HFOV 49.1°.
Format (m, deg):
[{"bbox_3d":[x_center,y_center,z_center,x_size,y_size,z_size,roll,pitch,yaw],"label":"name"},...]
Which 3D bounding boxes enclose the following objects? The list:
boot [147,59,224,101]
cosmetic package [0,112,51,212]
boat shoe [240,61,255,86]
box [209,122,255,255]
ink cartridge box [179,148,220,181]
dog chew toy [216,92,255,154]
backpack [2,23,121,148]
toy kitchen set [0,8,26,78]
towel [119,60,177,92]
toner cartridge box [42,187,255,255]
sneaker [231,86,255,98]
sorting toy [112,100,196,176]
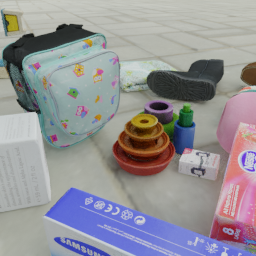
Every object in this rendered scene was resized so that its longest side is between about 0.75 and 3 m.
[{"bbox_3d":[2.144,-1.908,9.904,2.281,0.908,2.768,16,36,16],"label":"boot"},{"bbox_3d":[-2.971,0.729,4.844,2.973,1.511,1.101,-9,32,-14],"label":"cosmetic package"},{"bbox_3d":[4.951,-1.378,8.850,1.102,1.129,2.984,-27,39,-33],"label":"boat shoe"},{"bbox_3d":[2.158,1.096,4.471,1.332,1.229,2.596,14,33,22],"label":"box"},{"bbox_3d":[1.517,0.756,5.927,0.767,0.323,0.555,10,31,22],"label":"ink cartridge box"},{"bbox_3d":[3.211,0.134,6.029,2.400,1.494,1.494,18,34,13],"label":"dog chew toy"},{"bbox_3d":[-1.326,-0.812,6.500,2.232,2.539,1.946,-32,50,-33],"label":"backpack"},{"bbox_3d":[-5.049,-3.509,11.383,1.611,2.190,2.734,-6,31,-11],"label":"toy kitchen set"},{"bbox_3d":[0.585,-2.040,10.513,2.288,0.551,1.959,-10,31,-17],"label":"towel"},{"bbox_3d":[0.372,1.757,3.261,2.798,1.329,0.604,14,33,23],"label":"toner cartridge box"},{"bbox_3d":[4.418,-0.609,7.546,2.989,1.052,1.397,18,40,33],"label":"sneaker"},{"bbox_3d":[0.713,-0.101,6.571,1.717,1.173,2.858,8,31,14],"label":"sorting toy"}]
